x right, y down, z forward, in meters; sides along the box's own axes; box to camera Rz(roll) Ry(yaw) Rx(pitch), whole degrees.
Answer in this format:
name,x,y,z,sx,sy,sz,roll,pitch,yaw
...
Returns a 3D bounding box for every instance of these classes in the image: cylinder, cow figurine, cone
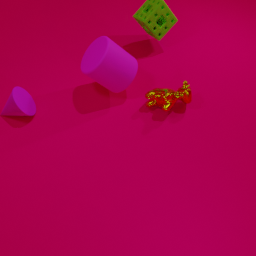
name,x,y,z,sx,sy,sz,roll,pitch,yaw
cylinder,-0.613,-2.063,9.232,1.371,1.371,1.371,-27,50,36
cow figurine,1.397,-1.076,9.285,1.382,0.758,1.360,14,36,34
cone,-3.745,-0.642,9.082,1.042,1.038,1.038,-26,51,14

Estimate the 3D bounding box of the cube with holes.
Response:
name,x,y,z,sx,sy,sz,roll,pitch,yaw
cube with holes,1.040,-4.223,10.790,1.028,1.028,1.028,-46,40,9
